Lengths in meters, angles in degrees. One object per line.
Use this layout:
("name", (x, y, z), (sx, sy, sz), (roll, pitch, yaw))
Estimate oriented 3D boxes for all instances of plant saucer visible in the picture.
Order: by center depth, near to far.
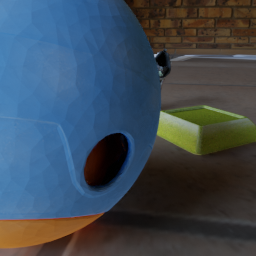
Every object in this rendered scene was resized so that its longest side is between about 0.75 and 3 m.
("plant saucer", (1.770, -0.103, 6.724), (2.086, 0.500, 2.083), (-10, 20, -27))

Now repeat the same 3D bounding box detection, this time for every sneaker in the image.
("sneaker", (0.853, -1.518, 8.576), (0.730, 1.877, 1.313), (10, -5, -8))

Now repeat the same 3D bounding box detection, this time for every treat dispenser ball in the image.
("treat dispenser ball", (-1.148, -0.287, 3.105), (3.006, 3.006, 3.006), (0, 18, 0))
